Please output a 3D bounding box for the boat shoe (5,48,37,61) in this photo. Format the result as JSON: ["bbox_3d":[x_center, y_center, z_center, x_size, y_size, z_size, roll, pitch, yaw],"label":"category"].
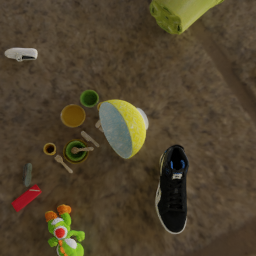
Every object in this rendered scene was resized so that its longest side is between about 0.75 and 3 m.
[{"bbox_3d":[-4.459,-3.013,11.683,1.309,0.471,0.448,-2,68,-11],"label":"boat shoe"}]

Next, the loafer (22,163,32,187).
[{"bbox_3d":[-3.611,1.674,9.955,0.268,0.306,0.853,-10,61,17],"label":"loafer"}]

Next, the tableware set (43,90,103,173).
[{"bbox_3d":[-1.817,0.009,10.334,1.985,0.452,2.947,42,74,6],"label":"tableware set"}]

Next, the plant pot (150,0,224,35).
[{"bbox_3d":[2.325,-5.372,11.630,2.694,2.694,2.477,39,85,14],"label":"plant pot"}]

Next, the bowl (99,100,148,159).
[{"bbox_3d":[0.013,-0.111,9.763,1.145,2.128,2.128,-24,70,-25],"label":"bowl"}]

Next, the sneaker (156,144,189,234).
[{"bbox_3d":[1.460,1.926,9.115,1.037,1.588,2.839,-1,69,0],"label":"sneaker"}]

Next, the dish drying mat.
[{"bbox_3d":[-3.527,2.422,9.730,1.022,0.093,0.393,-39,75,-14],"label":"dish drying mat"}]

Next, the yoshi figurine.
[{"bbox_3d":[-1.981,3.530,9.023,1.054,1.058,1.882,3,47,-39],"label":"yoshi figurine"}]
